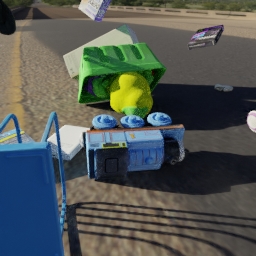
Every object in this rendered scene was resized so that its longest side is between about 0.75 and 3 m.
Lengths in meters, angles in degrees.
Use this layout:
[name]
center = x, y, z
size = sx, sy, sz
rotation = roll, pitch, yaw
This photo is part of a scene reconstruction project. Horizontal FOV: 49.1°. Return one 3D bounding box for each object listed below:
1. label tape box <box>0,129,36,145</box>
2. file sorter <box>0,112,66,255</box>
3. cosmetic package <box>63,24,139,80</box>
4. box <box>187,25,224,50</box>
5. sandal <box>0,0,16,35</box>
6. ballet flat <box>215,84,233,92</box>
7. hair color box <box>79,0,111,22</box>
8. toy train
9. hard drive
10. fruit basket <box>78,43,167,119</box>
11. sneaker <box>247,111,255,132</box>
[label tape box]
center = -2.724, 0.547, 6.585
size = 0.967, 0.446, 1.349
rotation = -27, 34, -31
[file sorter]
center = -2.442, 0.908, 4.153
size = 2.938, 2.039, 1.802
rotation = -3, 23, -6
[cosmetic package]
center = -0.981, -2.990, 11.524
size = 2.892, 1.057, 1.497
rotation = -21, -2, 17
[box]
center = 2.719, -3.165, 9.745
size = 0.945, 0.239, 1.322
rotation = 0, 40, 33
[sandal]
center = -4.349, -3.910, 8.577
size = 0.878, 2.336, 0.559
rotation = -19, 30, 13
[ballet flat]
center = 3.886, -1.603, 11.425
size = 0.765, 0.274, 0.274
rotation = 20, 32, 41
[hair color box]
center = -1.081, -4.928, 10.370
size = 0.895, 1.637, 0.530
rotation = 41, 27, 17
[toy train]
center = 0.148, 0.385, 6.411
size = 2.478, 1.074, 1.416
rotation = -2, 35, -10
[hard drive]
center = -1.603, 0.346, 7.373
size = 0.956, 0.193, 1.450
rotation = 8, 27, 16
[fruit basket]
center = -0.136, -1.342, 9.451
size = 3.103, 2.238, 3.103
rotation = 6, 66, -14
[sneaker]
center = 4.171, -0.024, 7.487
size = 1.012, 0.760, 2.031
rotation = -6, 26, -12
